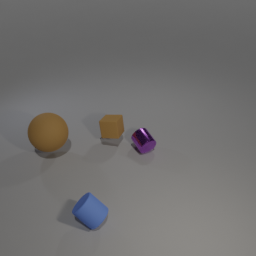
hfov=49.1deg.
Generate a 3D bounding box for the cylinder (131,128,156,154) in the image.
[{"bbox_3d":[0.583,0.473,10.385,0.700,0.700,0.700,-17,52,-25],"label":"cylinder"}]

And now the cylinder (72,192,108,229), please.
[{"bbox_3d":[-1.003,2.205,7.471,0.700,0.700,0.700,44,33,-12],"label":"cylinder"}]

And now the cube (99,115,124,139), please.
[{"bbox_3d":[-0.601,-0.062,10.543,0.700,0.700,0.700,1,24,19],"label":"cube"}]

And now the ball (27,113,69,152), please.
[{"bbox_3d":[-2.827,0.152,9.946,1.400,1.400,1.400,0,32,0],"label":"ball"}]
